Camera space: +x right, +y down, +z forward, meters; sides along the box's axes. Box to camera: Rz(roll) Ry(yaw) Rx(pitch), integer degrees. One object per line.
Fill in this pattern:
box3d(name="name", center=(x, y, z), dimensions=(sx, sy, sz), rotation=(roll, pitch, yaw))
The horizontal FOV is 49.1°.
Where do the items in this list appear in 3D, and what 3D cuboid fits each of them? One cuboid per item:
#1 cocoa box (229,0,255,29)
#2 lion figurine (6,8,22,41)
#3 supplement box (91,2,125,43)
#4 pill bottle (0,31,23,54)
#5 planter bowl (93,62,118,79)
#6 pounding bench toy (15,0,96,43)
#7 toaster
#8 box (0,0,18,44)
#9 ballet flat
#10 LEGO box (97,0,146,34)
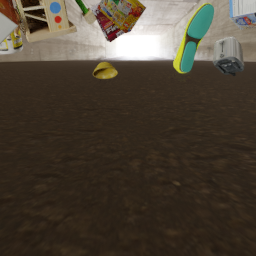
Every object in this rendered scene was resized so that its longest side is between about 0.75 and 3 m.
box3d(name="cocoa box", center=(3.810, -3.808, 8.441), dimensions=(1.172, 1.191, 1.786), rotation=(-1, 6, 32))
box3d(name="lion figurine", center=(-3.560, -3.148, 7.845), dimensions=(0.640, 1.082, 1.766), rotation=(-10, -13, 26))
box3d(name="supplement box", center=(-0.773, -4.267, 11.150), dimensions=(0.793, 1.456, 0.443), rotation=(-36, 37, -8))
box3d(name="pill bottle", center=(-3.985, -3.325, 8.953), dimensions=(0.949, 1.706, 0.949), rotation=(2, 35, -1))
box3d(name="planter bowl", center=(-0.908, -2.312, 10.982), dimensions=(0.968, 0.403, 0.968), rotation=(-6, -15, -1))
box3d(name="pounding bench toy", center=(-1.543, -2.761, 5.888), dimensions=(1.659, 1.294, 1.031), rotation=(-20, 41, -18))
box3d(name="toaster", center=(3.000, -2.120, 8.272), dimensions=(0.709, 0.805, 1.247), rotation=(-7, -17, 40))
box3d(name="box", center=(-3.077, -2.422, 5.086), dimensions=(1.801, 0.878, 1.120), rotation=(33, 27, -52))
box3d(name="ballet flat", center=(1.829, -2.644, 8.255), dimensions=(0.683, 2.046, 0.686), rotation=(9, 22, -25))
box3d(name="LEGO box", center=(-0.209, -3.894, 9.084), dimensions=(1.284, 0.956, 0.495), rotation=(42, 36, 2))
